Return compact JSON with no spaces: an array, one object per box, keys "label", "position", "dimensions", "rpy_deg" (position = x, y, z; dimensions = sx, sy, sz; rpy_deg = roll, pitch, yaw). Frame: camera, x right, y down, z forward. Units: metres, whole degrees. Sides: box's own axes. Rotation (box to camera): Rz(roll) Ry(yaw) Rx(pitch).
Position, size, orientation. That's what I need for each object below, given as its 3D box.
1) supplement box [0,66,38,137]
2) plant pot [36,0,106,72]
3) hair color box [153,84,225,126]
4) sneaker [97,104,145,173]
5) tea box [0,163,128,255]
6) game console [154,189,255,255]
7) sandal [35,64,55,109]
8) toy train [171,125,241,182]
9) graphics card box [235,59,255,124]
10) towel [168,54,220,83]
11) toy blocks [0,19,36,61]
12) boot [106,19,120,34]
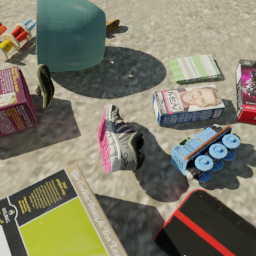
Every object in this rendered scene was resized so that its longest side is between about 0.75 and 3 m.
[{"label":"supplement box","position":[-4.524,-0.684,9.093],"dimensions":[2.635,1.360,1.725],"rpy_deg":[-17,57,-11]},{"label":"plant pot","position":[-2.037,-3.434,10.253],"dimensions":[2.311,2.880,2.880],"rpy_deg":[1,54,-12]},{"label":"hair color box","position":[2.028,-0.796,9.608],"dimensions":[2.188,0.662,1.094],"rpy_deg":[-7,55,-5]},{"label":"sneaker","position":[-0.178,0.288,8.277],"dimensions":[1.206,1.017,2.756],"rpy_deg":[9,34,-17]},{"label":"tea box","position":[-1.673,2.774,6.386],"dimensions":[2.681,1.821,2.725],"rpy_deg":[-25,59,-17]},{"label":"game console","position":[2.154,2.905,7.258],"dimensions":[2.323,0.361,2.055],"rpy_deg":[36,66,23]},{"label":"sandal","position":[-2.170,-1.071,7.147],"dimensions":[0.376,1.318,0.523],"rpy_deg":[11,46,8]},{"label":"toy train","position":[2.368,0.660,8.450],"dimensions":[2.199,0.953,1.256],"rpy_deg":[-33,55,-21]},{"label":"graphics card box","position":[4.748,-1.291,9.958],"dimensions":[1.634,0.663,2.605],"rpy_deg":[10,55,7]},{"label":"towel","position":[2.568,-2.318,10.972],"dimensions":[1.750,0.269,1.305],"rpy_deg":[-8,53,-3]},{"label":"toy blocks","position":[-5.075,-3.949,11.727],"dimensions":[1.865,0.812,2.237],"rpy_deg":[23,58,15]},{"label":"boot","position":[-1.048,-4.643,12.451],"dimensions":[0.953,0.454,1.232],"rpy_deg":[36,59,27]}]
